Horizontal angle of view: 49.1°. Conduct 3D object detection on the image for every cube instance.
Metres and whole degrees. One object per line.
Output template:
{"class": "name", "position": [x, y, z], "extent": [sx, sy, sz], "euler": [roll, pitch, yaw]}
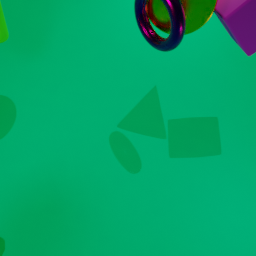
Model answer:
{"class": "cube", "position": [2.777, -2.613, 6.319], "extent": [1.181, 1.181, 1.181], "euler": [-36, 33, 23]}

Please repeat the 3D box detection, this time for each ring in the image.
{"class": "ring", "position": [0.646, -2.347, 5.954], "extent": [0.298, 1.490, 1.490], "euler": [-31, 70, -21]}

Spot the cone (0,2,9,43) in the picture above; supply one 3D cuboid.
{"class": "cone", "position": [-3.481, -3.165, 6.655], "extent": [1.618, 1.624, 1.618], "euler": [24, 33, -17]}

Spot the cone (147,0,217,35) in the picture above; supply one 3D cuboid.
{"class": "cone", "position": [1.332, -3.351, 6.906], "extent": [1.651, 1.651, 1.657], "euler": [14, 36, 6]}
